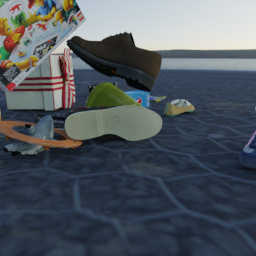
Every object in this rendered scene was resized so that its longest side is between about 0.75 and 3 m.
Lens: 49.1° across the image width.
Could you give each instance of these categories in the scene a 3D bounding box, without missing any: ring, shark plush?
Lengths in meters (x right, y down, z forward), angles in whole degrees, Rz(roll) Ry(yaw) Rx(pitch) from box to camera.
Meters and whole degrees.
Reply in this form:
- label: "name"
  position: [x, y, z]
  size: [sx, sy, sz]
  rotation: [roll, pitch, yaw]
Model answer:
- label: "ring"
  position: [-2.185, 0.189, 6.929]
  size: [2.096, 0.201, 2.096]
  rotation: [16, 7, -2]
- label: "shark plush"
  position: [-2.345, 0.214, 6.599]
  size: [0.813, 0.745, 1.789]
  rotation: [8, 17, 27]

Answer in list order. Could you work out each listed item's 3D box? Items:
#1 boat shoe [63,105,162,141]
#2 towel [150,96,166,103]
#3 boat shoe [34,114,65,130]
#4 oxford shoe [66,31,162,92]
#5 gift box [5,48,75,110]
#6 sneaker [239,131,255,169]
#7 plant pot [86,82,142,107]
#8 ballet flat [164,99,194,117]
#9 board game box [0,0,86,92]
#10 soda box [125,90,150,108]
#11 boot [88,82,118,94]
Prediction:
- label: "boat shoe"
  position: [-0.393, -0.174, 7.580]
  size: [2.655, 0.971, 0.832]
  rotation: [-2, 13, -15]
- label: "towel"
  position: [1.254, -1.494, 14.292]
  size: [1.001, 0.159, 1.394]
  rotation: [7, 17, 29]
- label: "boat shoe"
  position: [-2.139, -0.220, 8.801]
  size: [1.646, 0.469, 0.550]
  rotation: [-1, 15, -3]
- label: "oxford shoe"
  position: [-0.381, -2.039, 7.620]
  size: [2.938, 1.240, 1.068]
  rotation: [26, -2, 20]
- label: "gift box"
  position: [-3.588, -2.154, 12.257]
  size: [2.529, 2.500, 2.709]
  rotation: [1, 19, 13]
- label: "sneaker"
  position: [3.004, 0.235, 6.174]
  size: [0.784, 0.916, 2.234]
  rotation: [10, 17, 32]
- label: "plant pot"
  position: [-0.321, -0.538, 8.607]
  size: [1.374, 1.427, 1.427]
  rotation: [25, 27, 35]
- label: "ballet flat"
  position: [2.099, -0.854, 11.038]
  size: [0.619, 0.569, 1.804]
  rotation: [12, 19, 39]
- label: "board game box"
  position: [-2.416, -2.470, 6.508]
  size: [0.496, 1.808, 2.864]
  rotation: [17, 61, 41]
- label: "soda box"
  position: [-0.084, -1.141, 11.862]
  size: [2.185, 0.701, 0.741]
  rotation: [-12, 19, -39]
- label: "boot"
  position: [-1.361, -2.079, 15.386]
  size: [1.607, 0.768, 2.127]
  rotation: [-5, 9, -9]
